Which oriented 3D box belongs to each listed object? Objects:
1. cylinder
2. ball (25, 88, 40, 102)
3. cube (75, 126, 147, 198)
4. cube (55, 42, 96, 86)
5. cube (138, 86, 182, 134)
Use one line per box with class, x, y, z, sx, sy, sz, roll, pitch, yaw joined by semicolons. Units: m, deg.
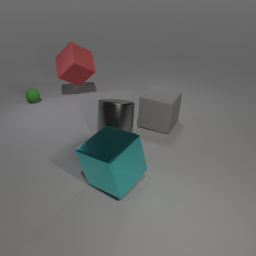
cylinder;-0.479;-0.355;10.828;1.400;1.400;1.400;4;11;-1
ball;-4.805;-1.646;14.113;0.700;0.700;0.700;0;30;0
cube;-0.460;0.971;8.462;1.400;1.400;1.400;14;42;38
cube;-2.718;-3.262;14.424;1.400;1.400;1.400;15;52;-44
cube;1.353;-0.804;11.897;1.400;1.400;1.400;16;33;21
